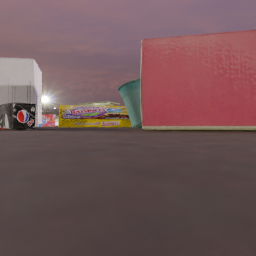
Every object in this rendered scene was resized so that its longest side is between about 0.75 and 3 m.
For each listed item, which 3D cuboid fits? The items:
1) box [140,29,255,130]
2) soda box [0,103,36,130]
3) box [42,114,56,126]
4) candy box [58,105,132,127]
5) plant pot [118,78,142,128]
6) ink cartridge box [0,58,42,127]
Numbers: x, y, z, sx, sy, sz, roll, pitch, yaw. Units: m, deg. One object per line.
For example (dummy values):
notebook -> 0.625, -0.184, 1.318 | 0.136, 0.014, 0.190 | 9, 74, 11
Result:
box -> 1.657, -0.691, 4.752 | 2.655, 1.446, 1.697 | 0, 0, 14
soda box -> -2.289, -0.210, 5.423 | 0.437, 0.488, 1.379 | 3, -2, -43
box -> -4.524, -0.394, 14.781 | 1.334, 0.631, 0.684 | 0, 1, -19
candy box -> -1.219, -0.457, 10.460 | 2.655, 0.351, 1.357 | 0, 26, -12
plant pot -> 0.450, -0.701, 8.235 | 1.256, 1.231, 1.256 | -14, -7, -2
ink cartridge box -> -3.980, -0.957, 8.248 | 2.600, 1.899, 1.908 | 0, 1, -11
